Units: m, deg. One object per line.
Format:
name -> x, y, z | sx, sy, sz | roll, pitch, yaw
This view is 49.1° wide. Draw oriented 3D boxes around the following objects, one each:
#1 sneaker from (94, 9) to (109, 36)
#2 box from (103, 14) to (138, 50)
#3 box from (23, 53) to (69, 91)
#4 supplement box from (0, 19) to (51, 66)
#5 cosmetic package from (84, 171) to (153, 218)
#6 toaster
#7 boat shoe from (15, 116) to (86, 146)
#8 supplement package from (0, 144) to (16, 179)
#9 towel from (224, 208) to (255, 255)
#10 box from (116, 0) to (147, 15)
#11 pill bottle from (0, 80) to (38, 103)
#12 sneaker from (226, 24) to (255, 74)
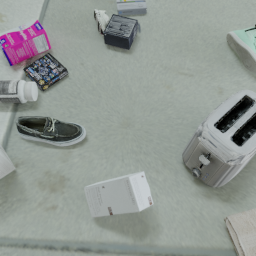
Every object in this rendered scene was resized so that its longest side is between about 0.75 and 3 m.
sneaker -> -0.994, -4.254, 11.208 | 0.550, 0.510, 1.358 | -8, 63, -14
box -> -0.274, -3.686, 10.778 | 1.053, 0.649, 1.045 | 17, 63, 9
box -> -2.961, -2.042, 10.100 | 1.162, 0.291, 1.171 | -41, 68, -17
supplement box -> -3.857, -3.172, 10.391 | 1.687, 0.872, 0.854 | -30, 65, -17
cosmetic package -> -0.283, 1.733, 7.209 | 0.644, 1.739, 0.884 | -10, 80, -49
toaster -> 2.970, 0.224, 7.980 | 2.927, 1.891, 1.663 | -38, 69, -18
boat shoe -> -2.431, 0.055, 8.674 | 2.188, 0.776, 0.789 | 2, 61, 2
supplement package -> -4.935, 0.740, 7.373 | 2.564, 2.452, 1.886 | -34, 67, -17
towel -> 3.728, 2.776, 7.485 | 2.047, 0.353, 1.357 | -14, 63, -8
box -> 0.109, -5.486, 11.938 | 1.232, 0.325, 1.581 | -4, 61, -2
pill bottle -> -3.796, -1.216, 9.384 | 1.364, 0.772, 0.772 | 0, 62, 0
sneaker -> 4.699, -2.971, 10.287 | 1.246, 0.777, 2.112 | -20, 61, -4
